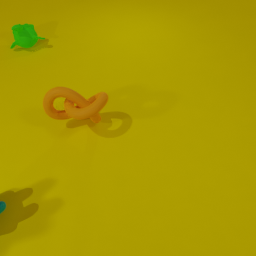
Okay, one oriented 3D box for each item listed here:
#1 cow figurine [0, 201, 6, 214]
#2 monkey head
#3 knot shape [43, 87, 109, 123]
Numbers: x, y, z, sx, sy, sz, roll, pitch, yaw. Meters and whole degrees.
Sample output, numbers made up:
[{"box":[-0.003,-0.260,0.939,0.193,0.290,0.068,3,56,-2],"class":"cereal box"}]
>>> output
[{"box":[-3.427,1.620,5.482,1.645,1.672,0.918,-28,69,-21],"class":"cow figurine"},{"box":[-3.503,-3.088,9.404,1.281,0.772,0.921,-14,14,6],"class":"monkey head"},{"box":[-1.167,-0.564,7.118,1.559,1.666,0.770,1,86,44],"class":"knot shape"}]
